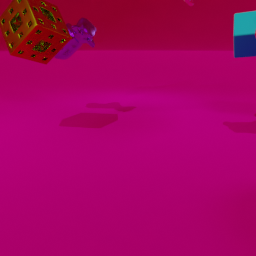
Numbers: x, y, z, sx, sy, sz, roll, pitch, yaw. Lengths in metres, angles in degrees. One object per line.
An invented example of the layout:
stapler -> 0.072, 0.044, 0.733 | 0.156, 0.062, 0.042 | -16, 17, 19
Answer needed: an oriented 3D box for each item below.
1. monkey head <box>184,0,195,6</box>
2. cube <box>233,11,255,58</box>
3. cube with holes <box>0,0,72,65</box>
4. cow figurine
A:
monkey head -> 1.445, -3.447, 6.099 | 1.098, 1.311, 1.822 | -40, -6, 26
cube -> 3.440, -2.614, 7.836 | 0.885, 0.885, 0.885 | 1, 61, 22
cube with holes -> -2.432, -2.574, 7.323 | 1.149, 1.149, 1.149 | -34, -18, 28
cow figurine -> -1.800, -2.828, 9.110 | 0.924, 1.684, 1.657 | 38, 14, -34
